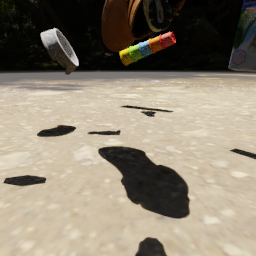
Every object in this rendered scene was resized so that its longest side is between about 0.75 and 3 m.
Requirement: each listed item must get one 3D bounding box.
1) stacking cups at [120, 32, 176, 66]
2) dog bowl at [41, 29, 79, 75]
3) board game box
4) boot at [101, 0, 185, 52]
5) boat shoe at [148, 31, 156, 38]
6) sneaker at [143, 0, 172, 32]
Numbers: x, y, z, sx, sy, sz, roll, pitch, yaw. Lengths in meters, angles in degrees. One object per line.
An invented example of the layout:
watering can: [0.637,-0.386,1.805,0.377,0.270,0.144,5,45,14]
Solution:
stacking cups: [0.842,-3.396,12.092,2.474,0.748,0.748,-11,6,33]
dog bowl: [-1.996,-2.316,8.414,0.420,1.433,1.433,-27,11,9]
board game box: [3.066,-1.991,5.880,0.341,1.652,1.656,4,11,-35]
boot: [0.247,-2.196,5.434,1.089,2.839,2.204,26,41,-25]
boat shoe: [1.000,-4.114,11.083,0.560,0.436,1.233,29,-25,-7]
sneaker: [0.299,-1.557,3.286,0.350,0.894,0.404,-2,3,-3]
